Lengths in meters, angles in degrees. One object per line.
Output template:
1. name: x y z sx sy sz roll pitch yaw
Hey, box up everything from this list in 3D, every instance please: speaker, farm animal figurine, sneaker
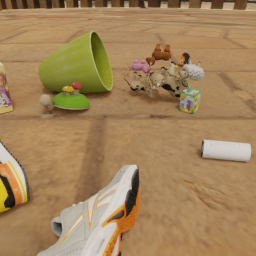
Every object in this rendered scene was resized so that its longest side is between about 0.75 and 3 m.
1. speaker: 2.484 0.574 7.130 1.166 0.473 0.473 4 29 8
2. farm animal figurine: 1.194 -1.718 10.105 2.334 2.360 1.230 20 64 -12
3. sneaker: -0.588 1.495 4.905 1.278 1.051 2.778 5 27 17
4. sneaker: -3.330 0.848 6.020 1.324 1.029 2.943 -22 37 -40

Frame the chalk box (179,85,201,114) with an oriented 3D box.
1. chalk box: 2.148 -1.029 9.657 0.551 0.888 0.554 18 33 30

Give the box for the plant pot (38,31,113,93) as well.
1. plant pot: -2.125 -2.286 10.976 2.446 2.288 2.288 -13 26 13

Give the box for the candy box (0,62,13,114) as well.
1. candy box: -5.086 -1.762 10.204 0.809 1.671 2.865 -18 34 -29

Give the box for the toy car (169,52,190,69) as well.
1. toy car: 2.554 -3.394 14.278 1.618 0.794 0.538 -16 0 -39

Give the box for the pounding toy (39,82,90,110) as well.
1. pounding toy: -2.139 -1.177 9.690 1.693 0.785 1.306 4 16 -13
